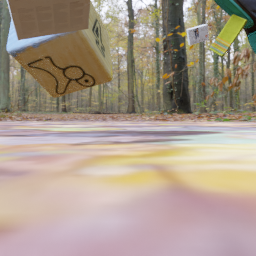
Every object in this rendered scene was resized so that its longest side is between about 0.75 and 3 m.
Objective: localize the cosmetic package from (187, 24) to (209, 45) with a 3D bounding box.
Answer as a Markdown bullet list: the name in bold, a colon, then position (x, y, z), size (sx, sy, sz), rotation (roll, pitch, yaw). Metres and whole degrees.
- **cosmetic package**: position (2.768, -3.697, 11.092), size (0.803, 0.606, 0.208), rotation (-17, 29, -1)

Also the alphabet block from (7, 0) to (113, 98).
- **alphabet block**: position (-2.192, -2.992, 9.691), size (2.557, 2.571, 2.618), rotation (-12, -31, 13)

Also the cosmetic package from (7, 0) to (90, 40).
- **cosmetic package**: position (-1.666, -2.599, 6.027), size (1.677, 0.433, 1.265), rotation (-16, -18, -18)

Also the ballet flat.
- **ballet flat**: position (2.880, -2.323, 6.040), size (2.482, 0.907, 0.907), rotation (41, -13, -18)

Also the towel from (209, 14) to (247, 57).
- **towel**: position (2.086, -1.937, 5.857), size (0.363, 0.843, 0.076), rotation (39, 14, 26)
